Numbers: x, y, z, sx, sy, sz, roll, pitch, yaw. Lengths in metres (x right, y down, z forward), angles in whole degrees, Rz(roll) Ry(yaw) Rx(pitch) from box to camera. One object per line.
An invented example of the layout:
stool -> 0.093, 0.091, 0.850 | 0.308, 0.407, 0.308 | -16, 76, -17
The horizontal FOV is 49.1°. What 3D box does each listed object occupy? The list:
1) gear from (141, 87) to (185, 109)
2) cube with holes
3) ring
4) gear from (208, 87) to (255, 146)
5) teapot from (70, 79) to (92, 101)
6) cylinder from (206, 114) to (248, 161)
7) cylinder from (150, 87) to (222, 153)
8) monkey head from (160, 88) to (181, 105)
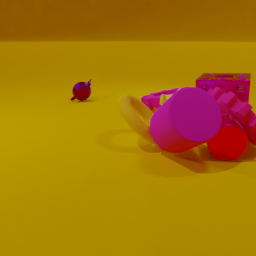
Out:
gear -> 1.312, -1.015, 9.258 | 1.734, 0.321, 1.734 | -12, 13, 3
cube with holes -> 2.623, -0.771, 7.728 | 1.306, 1.306, 1.306 | 5, 19, 23
ring -> 0.324, -0.214, 6.485 | 1.447, 0.289, 1.447 | 40, 20, -18
gear -> 2.313, -0.244, 6.183 | 0.285, 1.539, 1.539 | -46, 29, -4
teapot -> -1.726, -1.421, 10.486 | 1.138, 0.708, 0.557 | -45, 27, -5
cylinder -> 2.010, 0.179, 5.862 | 0.778, 0.778, 0.778 | 2, 19, 7
cylinder -> 1.094, -0.117, 5.521 | 1.077, 1.077, 1.077 | -5, -13, -15
monkey head -> 1.238, -0.678, 7.892 | 0.657, 1.090, 0.784 | 1, -19, 16
